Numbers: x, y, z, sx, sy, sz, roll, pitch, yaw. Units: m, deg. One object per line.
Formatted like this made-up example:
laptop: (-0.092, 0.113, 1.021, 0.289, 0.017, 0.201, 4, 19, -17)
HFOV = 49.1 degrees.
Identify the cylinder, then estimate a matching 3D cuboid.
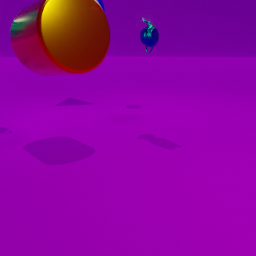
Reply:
cylinder: (-1.144, -1.525, 4.692, 1.252, 1.252, 1.252, -13, 15, -38)

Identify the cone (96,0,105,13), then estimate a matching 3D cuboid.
cone: (-1.773, -4.257, 9.645, 1.677, 1.677, 1.683, -4, 42, -15)

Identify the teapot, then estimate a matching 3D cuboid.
teapot: (0.668, -3.068, 9.272, 0.561, 1.146, 0.713, 8, 22, 34)
